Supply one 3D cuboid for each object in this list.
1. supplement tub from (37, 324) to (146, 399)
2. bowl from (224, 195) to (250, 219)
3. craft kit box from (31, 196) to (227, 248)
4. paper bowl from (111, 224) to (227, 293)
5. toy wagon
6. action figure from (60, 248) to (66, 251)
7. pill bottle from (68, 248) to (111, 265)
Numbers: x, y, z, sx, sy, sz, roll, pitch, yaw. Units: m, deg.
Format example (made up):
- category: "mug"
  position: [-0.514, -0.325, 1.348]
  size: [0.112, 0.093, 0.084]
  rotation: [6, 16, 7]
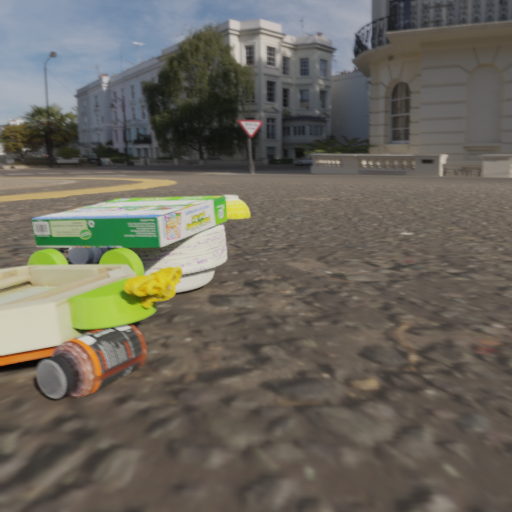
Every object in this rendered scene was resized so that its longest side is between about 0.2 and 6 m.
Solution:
- category: "supplement tub"
  position: [-1.392, 0.893, 4.770]
  size: [0.488, 0.488, 0.913]
  rotation: [6, 12, 28]
- category: "bowl"
  position: [-0.809, -1.531, 17.385]
  size: [1.241, 0.668, 1.241]
  rotation: [0, 11, 0]
- category: "craft kit box"
  position: [-1.650, -0.496, 7.675]
  size: [1.917, 0.465, 1.893]
  rotation: [1, 16, 23]
- category: "paper bowl"
  position: [-1.254, 0.019, 8.221]
  size: [1.669, 0.868, 1.669]
  rotation: [-6, 11, 1]
- category: "toy wagon"
  position: [-2.305, 0.484, 5.633]
  size: [3.485, 0.690, 2.704]
  rotation: [0, 11, 27]
- category: "action figure"
  position: [-3.380, -0.550, 11.321]
  size: [0.761, 0.653, 1.280]
  rotation: [23, 38, 18]
- category: "pill bottle"
  position: [-2.890, -0.096, 9.968]
  size: [0.537, 0.537, 0.971]
  rotation: [3, 10, 16]
